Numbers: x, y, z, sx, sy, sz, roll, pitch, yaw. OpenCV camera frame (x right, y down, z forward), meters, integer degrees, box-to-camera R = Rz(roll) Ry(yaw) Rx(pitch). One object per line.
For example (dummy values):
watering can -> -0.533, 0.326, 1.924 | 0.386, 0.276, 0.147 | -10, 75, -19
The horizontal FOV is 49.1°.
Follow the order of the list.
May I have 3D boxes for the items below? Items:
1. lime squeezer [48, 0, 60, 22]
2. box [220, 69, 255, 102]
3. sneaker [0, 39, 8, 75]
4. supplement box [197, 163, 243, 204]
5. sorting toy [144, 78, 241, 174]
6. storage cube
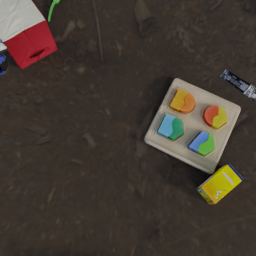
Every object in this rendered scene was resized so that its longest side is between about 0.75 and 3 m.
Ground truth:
lime squeezer -> -2.464, -4.764, 10.387 | 1.943, 0.367, 0.686 | -46, 109, -14
box -> 2.910, -1.006, 6.997 | 0.836, 1.061, 0.264 | 24, 111, -28
sneaker -> -3.107, -1.836, 5.428 | 1.702, 1.190, 2.947 | 15, 68, -23
supplement box -> 2.662, 1.637, 8.159 | 1.106, 0.602, 0.606 | -37, 76, -11
sorting toy -> 2.064, -0.170, 8.804 | 2.354, 0.464, 2.543 | 26, 74, 8
storage cube -> -3.495, -3.219, 9.190 | 1.500, 1.577, 1.755 | -33, 76, -10
